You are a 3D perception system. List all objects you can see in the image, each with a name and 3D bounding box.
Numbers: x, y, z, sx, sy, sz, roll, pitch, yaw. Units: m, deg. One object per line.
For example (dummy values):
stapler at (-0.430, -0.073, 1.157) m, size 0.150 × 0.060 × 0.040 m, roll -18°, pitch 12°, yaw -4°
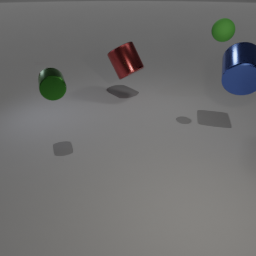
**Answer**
cylinder at (4.152, -2.151, 10.184) m, size 1.400 × 1.400 × 1.400 m, roll 7°, pitch 49°, yaw 13°
cylinder at (-0.108, -3.328, 13.884) m, size 1.400 × 1.400 × 1.400 m, roll -26°, pitch 9°, yaw 4°
cylinder at (-2.066, -1.199, 7.611) m, size 0.700 × 0.700 × 0.700 m, roll -9°, pitch 32°, yaw -16°
ball at (2.948, -3.026, 8.664) m, size 0.700 × 0.700 × 0.700 m, roll 0°, pitch 28°, yaw 0°
